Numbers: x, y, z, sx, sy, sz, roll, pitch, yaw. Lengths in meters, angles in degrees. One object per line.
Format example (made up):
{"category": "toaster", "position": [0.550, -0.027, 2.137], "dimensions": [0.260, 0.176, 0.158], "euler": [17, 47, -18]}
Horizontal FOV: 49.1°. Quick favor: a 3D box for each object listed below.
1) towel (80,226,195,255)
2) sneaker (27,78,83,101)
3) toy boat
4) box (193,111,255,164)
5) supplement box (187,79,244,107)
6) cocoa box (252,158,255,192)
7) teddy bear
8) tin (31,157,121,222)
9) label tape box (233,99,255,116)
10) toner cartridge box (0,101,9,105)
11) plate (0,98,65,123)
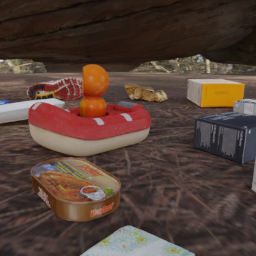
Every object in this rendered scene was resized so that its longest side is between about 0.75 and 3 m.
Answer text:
{"category": "towel", "position": [0.020, 1.294, 2.608], "dimensions": [0.861, 0.242, 1.006], "euler": [12, 18, 39]}
{"category": "sneaker", "position": [-3.639, -1.993, 14.250], "dimensions": [2.931, 1.141, 1.204], "euler": [-6, 14, -26]}
{"category": "toy boat", "position": [-0.839, -0.512, 6.515], "dimensions": [2.889, 1.889, 1.885], "euler": [-12, 18, -40]}
{"category": "box", "position": [2.439, 0.141, 6.269], "dimensions": [1.426, 0.742, 1.299], "euler": [-9, 16, -34]}
{"category": "supplement box", "position": [3.938, -1.666, 13.033], "dimensions": [1.805, 1.053, 2.864], "euler": [0, 14, 0]}
{"category": "cocoa box", "position": [2.432, 0.729, 4.200], "dimensions": [0.883, 0.579, 0.589], "euler": [-4, 14, -16]}
{"category": "teddy bear", "position": [0.877, -1.651, 14.086], "dimensions": [2.223, 0.742, 1.612], "euler": [10, 22, 7]}
{"category": "tin", "position": [-0.812, 0.856, 4.237], "dimensions": [0.985, 0.368, 1.759], "euler": [-15, 19, -33]}
{"category": "label tape box", "position": [4.904, -0.738, 10.428], "dimensions": [1.530, 0.506, 1.096], "euler": [11, 17, 43]}
{"category": "toner cartridge box", "position": [-5.596, -0.769, 10.747], "dimensions": [1.848, 0.399, 0.878], "euler": [-3, 14, -14]}
{"category": "plate", "position": [-3.597, -0.592, 9.492], "dimensions": [2.587, 0.418, 2.582], "euler": [-11, 13, -21]}
